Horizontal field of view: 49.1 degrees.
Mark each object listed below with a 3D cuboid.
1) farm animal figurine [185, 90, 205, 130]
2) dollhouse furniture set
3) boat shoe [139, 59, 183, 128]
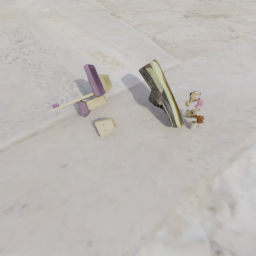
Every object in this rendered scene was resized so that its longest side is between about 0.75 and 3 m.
[{"bbox_3d":[1.630,-0.441,7.125,0.425,0.805,0.814,-3,71,-1],"label":"farm animal figurine"},{"bbox_3d":[-1.221,-0.633,7.939,1.597,1.783,2.250,-21,8,11],"label":"dollhouse furniture set"},{"bbox_3d":[0.864,-0.855,7.511,0.655,0.740,2.020,-24,68,12],"label":"boat shoe"}]
